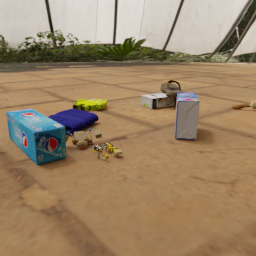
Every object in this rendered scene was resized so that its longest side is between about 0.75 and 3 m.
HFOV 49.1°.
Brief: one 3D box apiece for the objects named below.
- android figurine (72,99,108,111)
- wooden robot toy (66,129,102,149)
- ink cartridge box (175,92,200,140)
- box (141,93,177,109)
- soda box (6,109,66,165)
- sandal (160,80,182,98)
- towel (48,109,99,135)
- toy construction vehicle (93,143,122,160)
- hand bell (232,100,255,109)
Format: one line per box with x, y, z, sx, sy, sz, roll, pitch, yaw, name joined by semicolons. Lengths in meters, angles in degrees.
-1.812;-1.185;14.004;1.675;0.378;1.840;13;23;38;android figurine
-1.417;0.437;8.741;1.312;0.578;0.595;-6;53;-22;wooden robot toy
2.081;-0.509;10.034;0.754;1.347;1.974;4;17;10;ink cartridge box
1.693;-1.430;14.458;1.851;0.556;1.079;-10;19;-30;box
-2.870;0.147;8.550;0.897;0.948;2.795;-12;20;-34;soda box
2.268;-2.121;14.563;1.045;0.698;2.558;1;18;3;sandal
-2.205;-0.228;10.747;1.495;0.501;2.024;14;20;20;towel
-0.615;0.686;8.063;0.718;0.290;0.824;0;16;-42;toy construction vehicle
5.754;-1.059;13.502;1.379;0.718;0.718;-7;13;22;hand bell
